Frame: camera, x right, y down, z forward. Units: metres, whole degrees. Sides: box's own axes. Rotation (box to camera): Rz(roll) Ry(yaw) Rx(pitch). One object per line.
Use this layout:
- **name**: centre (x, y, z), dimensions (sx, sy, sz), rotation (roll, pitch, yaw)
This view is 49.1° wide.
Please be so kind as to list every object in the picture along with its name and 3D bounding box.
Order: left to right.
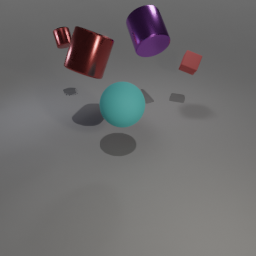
- **cylinder**: centre (-2.741, -3.808, 11.843), dimensions (0.700, 0.700, 0.700), rotation (-16, 4, 1)
- **cylinder**: centre (-1.344, -2.573, 9.643), dimensions (1.400, 1.400, 1.400), rotation (19, 13, -5)
- **ball**: centre (-0.173, -0.715, 8.595), dimensions (1.400, 1.400, 1.400), rotation (0, 31, 0)
- **cylinder**: centre (0.770, -3.725, 10.871), dimensions (1.400, 1.400, 1.400), rotation (-11, 72, -17)
- **cube**: centre (2.688, -2.815, 12.112), dimensions (0.700, 0.700, 0.700), rotation (22, -6, 1)
